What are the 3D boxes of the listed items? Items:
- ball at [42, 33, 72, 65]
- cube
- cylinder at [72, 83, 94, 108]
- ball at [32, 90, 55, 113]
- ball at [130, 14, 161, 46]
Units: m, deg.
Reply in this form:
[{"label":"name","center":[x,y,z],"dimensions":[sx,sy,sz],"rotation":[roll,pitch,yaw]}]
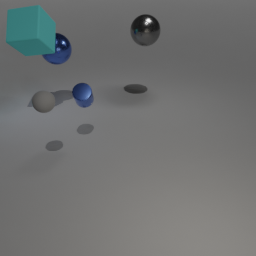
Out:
[{"label":"ball","center":[-3.265,-3.588,12.710],"dimensions":[1.400,1.400,1.400],"rotation":[0,29,0]},{"label":"cube","center":[-3.891,-3.887,11.355],"dimensions":[1.400,1.400,1.400],"rotation":[-3,-9,12]},{"label":"cylinder","center":[-1.632,-1.186,10.220],"dimensions":[0.700,0.700,0.700],"rotation":[0,72,0]},{"label":"ball","center":[-2.611,-0.815,8.670],"dimensions":[0.700,0.700,0.700],"rotation":[0,29,0]},{"label":"ball","center":[0.801,-4.501,12.939],"dimensions":[1.400,1.400,1.400],"rotation":[0,29,0]}]
